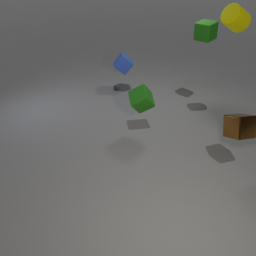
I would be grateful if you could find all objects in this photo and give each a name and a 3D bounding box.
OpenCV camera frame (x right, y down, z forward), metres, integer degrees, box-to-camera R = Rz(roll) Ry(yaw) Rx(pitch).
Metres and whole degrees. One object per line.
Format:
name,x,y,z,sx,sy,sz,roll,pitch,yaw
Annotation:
cube,-0.232,-3.154,13.730,0.700,0.700,0.700,32,22,-23
cube,0.509,-1.090,10.480,0.700,0.700,0.700,-24,56,22
cube,3.152,-3.935,11.335,0.700,0.700,0.700,27,46,35
cube,3.460,-0.052,8.682,0.700,0.700,0.700,-5,11,-23
cylinder,3.511,-3.581,9.134,0.700,0.700,0.700,16,20,-36
